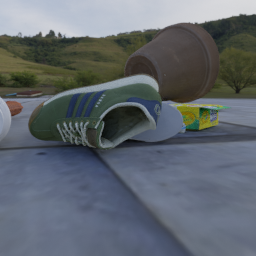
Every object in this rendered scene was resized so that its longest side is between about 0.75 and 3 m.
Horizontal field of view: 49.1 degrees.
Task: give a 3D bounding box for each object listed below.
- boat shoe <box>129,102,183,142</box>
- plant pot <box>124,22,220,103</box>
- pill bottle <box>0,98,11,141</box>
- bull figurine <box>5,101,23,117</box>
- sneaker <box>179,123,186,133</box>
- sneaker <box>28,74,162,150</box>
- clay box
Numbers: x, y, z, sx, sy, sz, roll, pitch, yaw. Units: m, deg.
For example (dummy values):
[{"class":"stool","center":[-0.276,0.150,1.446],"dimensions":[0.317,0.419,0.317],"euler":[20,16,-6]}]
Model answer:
[{"class":"boat shoe","center":[-0.159,-0.168,6.304],"dimensions":[2.692,0.924,0.762],"euler":[-2,7,-2]},{"class":"plant pot","center":[1.244,-1.976,9.554],"dimensions":[2.478,2.841,2.841],"euler":[-27,23,-38]},{"class":"pill bottle","center":[-2.935,-0.206,5.540],"dimensions":[1.131,1.131,2.015],"euler":[-4,7,-26]},{"class":"bull figurine","center":[-5.198,-0.676,10.830],"dimensions":[1.344,0.721,2.213],"euler":[5,9,32]},{"class":"sneaker","center":[1.146,0.002,7.367],"dimensions":[0.775,0.281,0.278],"euler":[-3,9,-15]},{"class":"sneaker","center":[-0.657,-0.111,5.030],"dimensions":[2.655,0.890,1.192],"euler":[-17,42,9]},{"class":"clay box","center":[1.511,-0.410,8.784],"dimensions":[2.979,0.709,1.712],"euler":[6,9,35]}]
